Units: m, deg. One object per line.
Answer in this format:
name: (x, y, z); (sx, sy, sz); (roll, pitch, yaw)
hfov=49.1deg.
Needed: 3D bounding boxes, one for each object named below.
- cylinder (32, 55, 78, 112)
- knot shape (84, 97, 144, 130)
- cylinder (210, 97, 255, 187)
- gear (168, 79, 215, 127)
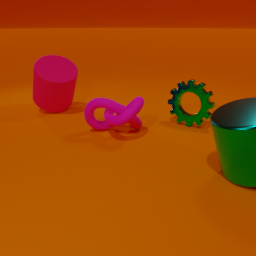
cylinder: (-2.343, -1.408, 8.943); (1.313, 1.313, 1.313); (11, 47, -12)
knot shape: (-0.188, -0.382, 7.273); (1.654, 0.764, 1.548); (1, -6, -32)
cylinder: (2.270, 0.234, 5.213); (1.238, 1.238, 1.238); (-17, 23, 7)
gear: (1.758, -0.694, 7.859); (1.287, 1.287, 0.238); (14, 23, 31)
